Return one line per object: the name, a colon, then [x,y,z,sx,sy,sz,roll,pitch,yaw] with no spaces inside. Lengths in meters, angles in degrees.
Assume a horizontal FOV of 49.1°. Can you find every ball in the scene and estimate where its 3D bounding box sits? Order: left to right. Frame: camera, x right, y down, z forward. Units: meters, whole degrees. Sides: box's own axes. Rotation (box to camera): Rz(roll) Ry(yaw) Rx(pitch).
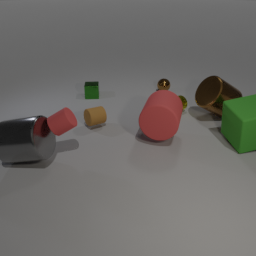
ball: [1.883,-2.255,14.745,0.700,0.700,0.700,0,28,0]

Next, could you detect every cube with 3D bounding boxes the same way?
cube: [-1.824,-1.910,14.171,0.700,0.700,0.700,-2,28,-3]
cube: [4.271,-0.177,9.864,1.400,1.400,1.400,-13,35,-5]

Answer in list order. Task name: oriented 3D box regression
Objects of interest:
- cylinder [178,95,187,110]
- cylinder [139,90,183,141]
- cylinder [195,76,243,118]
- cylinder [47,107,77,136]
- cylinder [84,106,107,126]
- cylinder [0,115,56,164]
cylinder: [2.185,-1.046,12.554,0.700,0.700,0.700,25,37,38]
cylinder: [1.209,-0.481,10.114,1.400,1.400,1.400,7,31,13]
cylinder: [3.788,-1.279,11.734,1.400,1.400,1.400,22,17,-30]
cylinder: [-2.106,-0.203,8.998,0.700,0.700,0.700,-29,26,11]
cylinder: [-1.319,-0.478,11.233,0.700,0.700,0.700,-14,31,-31]
cylinder: [-3.249,0.372,8.897,1.400,1.400,1.400,-7,26,14]
